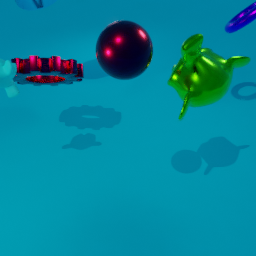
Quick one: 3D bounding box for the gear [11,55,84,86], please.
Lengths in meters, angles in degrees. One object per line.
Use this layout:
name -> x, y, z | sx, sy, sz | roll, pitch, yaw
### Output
gear -> -2.113, -1.415, 7.172 | 1.908, 1.908, 0.353 | -3, 89, -3

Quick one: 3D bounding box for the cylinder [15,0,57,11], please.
cylinder -> -2.708, -4.247, 7.726 | 1.375, 1.375, 1.375 | -4, 56, 6

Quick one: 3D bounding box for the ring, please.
ring -> 3.062, -2.892, 7.212 | 0.248, 1.242, 1.242 | 50, 52, -12

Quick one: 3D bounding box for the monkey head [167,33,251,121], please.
monkey head -> 1.296, -0.958, 4.839 | 1.689, 1.215, 1.018 | -40, 70, -6

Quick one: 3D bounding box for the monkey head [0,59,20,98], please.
monkey head -> -2.552, -0.963, 5.554 | 1.123, 0.808, 0.677 | -20, 9, 19

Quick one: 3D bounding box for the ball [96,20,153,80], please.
ball -> -0.050, -1.090, 3.963 | 0.814, 0.814, 0.814 | 0, 45, 0
